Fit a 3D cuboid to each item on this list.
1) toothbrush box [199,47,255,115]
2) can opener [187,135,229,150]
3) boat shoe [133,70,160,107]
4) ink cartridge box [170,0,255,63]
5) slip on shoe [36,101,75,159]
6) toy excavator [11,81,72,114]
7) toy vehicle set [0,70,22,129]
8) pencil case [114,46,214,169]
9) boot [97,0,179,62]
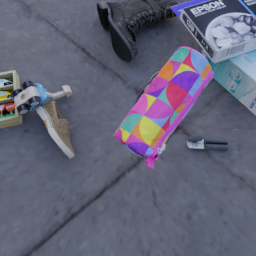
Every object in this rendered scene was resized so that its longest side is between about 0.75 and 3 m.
[{"bbox_3d":[3.430,-1.818,7.770,1.775,1.034,2.425,-34,66,-18],"label":"toothbrush box"},{"bbox_3d":[1.986,0.363,6.918,1.044,0.349,0.278,3,60,2],"label":"can opener"},{"bbox_3d":[0.519,-0.539,5.118,0.710,0.640,1.975,14,47,13],"label":"boat shoe"},{"bbox_3d":[2.756,-3.050,7.583,2.420,0.530,2.443,-20,60,-10],"label":"ink cartridge box"},{"bbox_3d":[-1.707,-0.005,6.988,0.522,0.655,1.723,-33,58,-10],"label":"slip on shoe"},{"bbox_3d":[-2.240,-0.841,7.397,1.183,1.216,0.607,-30,78,16],"label":"toy excavator"},{"bbox_3d":[-4.219,-0.578,7.463,2.614,0.347,1.624,-13,61,-8],"label":"toy vehicle set"},{"bbox_3d":[0.510,-0.284,3.769,0.717,0.717,1.623,32,84,17],"label":"pencil case"},{"bbox_3d":[0.526,-3.441,8.739,2.502,0.995,2.874,-18,59,-10],"label":"boot"}]
